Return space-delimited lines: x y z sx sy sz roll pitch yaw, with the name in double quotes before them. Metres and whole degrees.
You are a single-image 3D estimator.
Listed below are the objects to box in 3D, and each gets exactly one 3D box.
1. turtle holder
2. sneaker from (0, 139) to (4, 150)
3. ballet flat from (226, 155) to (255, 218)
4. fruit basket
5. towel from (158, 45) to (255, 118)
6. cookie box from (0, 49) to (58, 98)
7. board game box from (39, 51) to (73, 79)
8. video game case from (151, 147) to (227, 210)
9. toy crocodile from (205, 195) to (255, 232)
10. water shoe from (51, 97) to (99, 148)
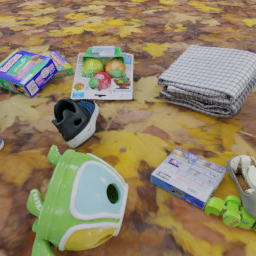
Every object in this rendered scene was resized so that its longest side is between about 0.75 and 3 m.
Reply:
"turtle holder" -0.942 1.577 5.405 1.700 1.819 2.394 14 27 -3
"sneaker" -4.229 0.358 7.603 1.485 1.087 0.598 -28 45 -31
"ballet flat" 2.841 1.076 6.517 0.808 0.764 2.399 -8 23 10
"fruit basket" -0.939 -2.084 10.680 2.274 1.151 2.455 1 50 3
"towel" 2.822 -1.651 9.817 2.919 1.249 2.417 19 55 38
"cookie box" -4.058 -2.175 10.932 1.954 0.734 1.671 19 58 25
"board game box" -3.512 -2.788 12.414 1.472 0.318 2.188 -20 41 -23
"video game case" 1.536 1.210 7.101 1.455 0.331 1.318 24 43 29
"toy crocodile" 2.579 1.955 6.015 1.811 0.559 0.611 16 36 12
"water shoe" -1.518 -0.508 8.130 1.018 1.123 2.846 -36 23 6
